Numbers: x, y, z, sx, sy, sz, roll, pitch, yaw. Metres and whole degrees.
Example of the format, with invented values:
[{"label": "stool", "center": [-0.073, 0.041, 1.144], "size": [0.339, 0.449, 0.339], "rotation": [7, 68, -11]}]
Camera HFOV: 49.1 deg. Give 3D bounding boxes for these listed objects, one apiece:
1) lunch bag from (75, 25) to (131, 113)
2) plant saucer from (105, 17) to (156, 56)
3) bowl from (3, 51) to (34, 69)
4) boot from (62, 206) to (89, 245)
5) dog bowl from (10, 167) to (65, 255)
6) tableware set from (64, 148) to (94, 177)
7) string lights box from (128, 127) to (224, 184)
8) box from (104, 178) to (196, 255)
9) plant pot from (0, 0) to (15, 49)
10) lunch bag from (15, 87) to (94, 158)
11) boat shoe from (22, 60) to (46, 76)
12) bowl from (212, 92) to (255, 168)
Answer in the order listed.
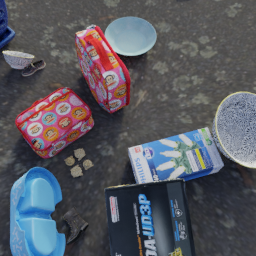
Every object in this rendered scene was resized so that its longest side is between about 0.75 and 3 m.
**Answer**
[{"label": "lunch bag", "center": [-0.927, -2.108, 9.723], "size": [1.127, 2.424, 2.751], "rotation": [-26, 66, -12]}, {"label": "plant saucer", "center": [0.104, -3.720, 11.656], "size": [2.136, 0.411, 2.136], "rotation": [0, 64, 0]}, {"label": "bowl", "center": [-4.284, -2.621, 10.938], "size": [1.143, 0.536, 1.143], "rotation": [10, 20, -4]}, {"label": "boot", "center": [-1.717, 2.941, 8.455], "size": [0.803, 0.319, 0.923], "rotation": [37, 65, 22]}, {"label": "dog bowl", "center": [-2.596, 2.528, 7.938], "size": [0.692, 1.555, 2.790], "rotation": [-24, 59, 18]}, {"label": "tableware set", "center": [-1.670, 1.164, 9.410], "size": [0.772, 0.107, 0.924], "rotation": [-31, 67, -14]}, {"label": "string lights box", "center": [1.487, 1.049, 9.064], "size": [2.700, 0.796, 1.387], "rotation": [-15, 66, -7]}, {"label": "box", "center": [0.620, 2.961, 7.780], "size": [2.287, 0.662, 2.877], "rotation": [-6, 81, -3]}, {"label": "plant pot", "center": [-6.232, -4.136, 10.737], "size": [2.692, 2.421, 2.692], "rotation": [37, 70, 17]}, {"label": "lunch bag", "center": [-2.576, -0.310, 9.725], "size": [2.331, 0.955, 2.053], "rotation": [-38, 65, -18]}, {"label": "boat shoe", "center": [-3.746, -2.403, 11.046], "size": [1.011, 0.328, 0.364], "rotation": [-30, 67, -14]}, {"label": "bowl", "center": [3.651, 0.163, 9.164], "size": [2.454, 1.151, 2.454], "rotation": [4, 74, -15]}]
